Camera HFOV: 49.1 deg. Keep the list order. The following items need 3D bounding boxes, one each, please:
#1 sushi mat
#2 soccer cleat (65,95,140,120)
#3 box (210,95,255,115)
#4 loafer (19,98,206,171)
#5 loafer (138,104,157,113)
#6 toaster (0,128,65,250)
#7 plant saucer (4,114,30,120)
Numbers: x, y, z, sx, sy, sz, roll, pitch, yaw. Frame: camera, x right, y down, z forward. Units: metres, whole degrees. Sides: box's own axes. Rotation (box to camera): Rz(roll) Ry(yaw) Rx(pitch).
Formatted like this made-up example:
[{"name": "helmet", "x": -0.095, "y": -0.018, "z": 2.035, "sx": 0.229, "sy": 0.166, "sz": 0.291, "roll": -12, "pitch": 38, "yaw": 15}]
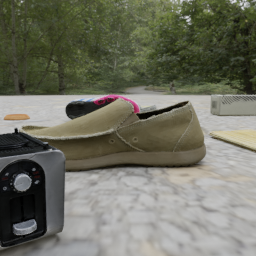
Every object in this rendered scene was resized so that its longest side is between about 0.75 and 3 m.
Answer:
[{"name": "sushi mat", "x": 2.523, "y": 0.263, "z": 5.061, "sx": 1.119, "sy": 0.142, "sz": 2.339, "roll": -2, "pitch": 8, "yaw": -13}, {"name": "soccer cleat", "x": -0.773, "y": -0.638, "z": 8.945, "sx": 2.434, "sy": 0.850, "sz": 1.051, "roll": 1, "pitch": 8, "yaw": 12}, {"name": "box", "x": 4.539, "y": -0.916, "z": 11.117, "sx": 2.316, "sy": 0.792, "sz": 0.951, "roll": -1, "pitch": 8, "yaw": -8}, {"name": "loafer", "x": -0.247, "y": 0.032, "z": 3.940, "sx": 2.688, "sy": 0.906, "sz": 1.022, "roll": -1, "pitch": 8, "yaw": -7}, {"name": "loafer", "x": 0.304, "y": -0.546, "z": 9.476, "sx": 1.473, "sy": 0.514, "sz": 0.515, "roll": -4, "pitch": 9, "yaw": -24}, {"name": "toaster", "x": -1.139, "y": 0.415, "z": 1.996, "sx": 1.066, "sy": 0.699, "sz": 1.179, "roll": -5, "pitch": 10, "yaw": -34}, {"name": "plant saucer", "x": -3.812, "y": -0.381, "z": 9.607, "sx": 0.850, "sy": 0.159, "sz": 0.850, "roll": 0, "pitch": 7, "yaw": 0}]
